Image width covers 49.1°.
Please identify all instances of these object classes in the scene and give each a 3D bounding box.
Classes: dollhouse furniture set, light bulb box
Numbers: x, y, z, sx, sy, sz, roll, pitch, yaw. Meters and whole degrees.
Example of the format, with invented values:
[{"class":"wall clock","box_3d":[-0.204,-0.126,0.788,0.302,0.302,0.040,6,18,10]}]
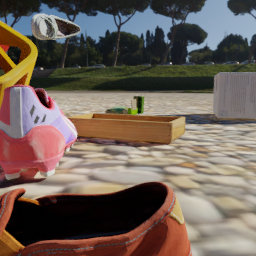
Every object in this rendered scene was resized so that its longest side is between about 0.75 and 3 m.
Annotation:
[{"class":"dollhouse furniture set","box_3d":[-0.154,-0.920,11.079,1.357,0.681,0.889,6,11,38]},{"class":"light bulb box","box_3d":[4.271,-1.133,9.691,2.406,1.501,2.384,2,9,13]}]

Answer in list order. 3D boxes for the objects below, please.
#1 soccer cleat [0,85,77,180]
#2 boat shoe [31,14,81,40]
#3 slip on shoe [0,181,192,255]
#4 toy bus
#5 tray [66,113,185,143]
[{"class":"soccer cleat","box_3d":[-1.274,-0.108,4.212,0.934,1.071,2.800,-1,9,-7]},{"class":"boat shoe","box_3d":[-2.015,-2.818,7.876,0.589,0.677,1.836,4,13,19]},{"class":"slip on shoe","box_3d":[-0.613,0.570,1.302,1.912,0.585,0.708,-3,10,-10]},{"class":"toy bus","box_3d":[-2.328,-0.414,4.439,1.344,2.455,2.602,32,0,-6]},{"class":"tray","box_3d":[-0.052,-0.035,6.001,2.321,0.430,1.145,5,9,23]}]
